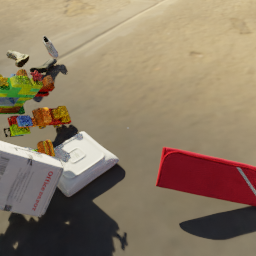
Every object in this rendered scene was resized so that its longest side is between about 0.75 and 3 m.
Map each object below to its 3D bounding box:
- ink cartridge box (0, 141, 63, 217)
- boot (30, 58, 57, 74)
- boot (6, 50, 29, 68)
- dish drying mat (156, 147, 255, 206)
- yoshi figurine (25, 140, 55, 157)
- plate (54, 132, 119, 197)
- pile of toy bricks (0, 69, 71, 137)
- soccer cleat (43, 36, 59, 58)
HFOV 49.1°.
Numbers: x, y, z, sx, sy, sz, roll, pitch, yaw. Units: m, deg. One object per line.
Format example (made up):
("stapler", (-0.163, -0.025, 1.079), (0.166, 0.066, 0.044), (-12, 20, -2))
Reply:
("ink cartridge box", (-2.018, 0.875, 4.931), (1.421, 1.035, 0.603), (23, 5, -29))
("boot", (-2.822, -2.083, 9.372), (0.704, 0.281, 0.774), (0, 41, 10))
("boot", (-3.519, -2.179, 8.760), (0.610, 0.284, 0.788), (20, 32, -5))
("dish drying mat", (1.651, 0.968, 5.559), (2.106, 0.192, 0.809), (12, 81, -4))
("yoshi figurine", (-2.409, 0.561, 5.972), (1.507, 0.847, 0.844), (-19, 41, 0))
("plate", (-1.171, 0.684, 6.315), (1.421, 0.230, 1.418), (-33, 50, -28))
("pile of toy bricks", (-2.406, -0.735, 6.165), (2.878, 1.421, 1.597), (-7, 68, -48))
("soccer cleat", (-2.693, -2.798, 9.674), (0.295, 0.366, 0.859), (-31, 83, -11))
